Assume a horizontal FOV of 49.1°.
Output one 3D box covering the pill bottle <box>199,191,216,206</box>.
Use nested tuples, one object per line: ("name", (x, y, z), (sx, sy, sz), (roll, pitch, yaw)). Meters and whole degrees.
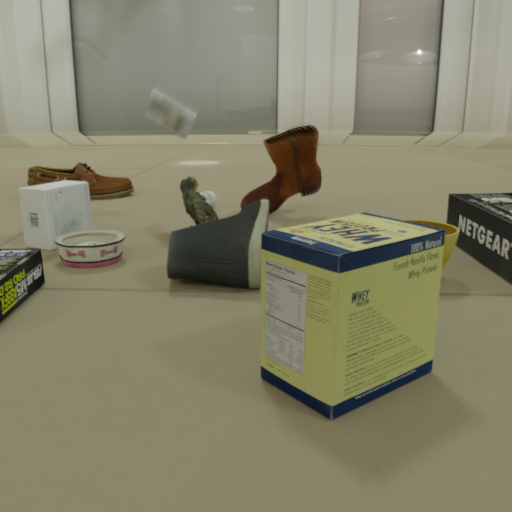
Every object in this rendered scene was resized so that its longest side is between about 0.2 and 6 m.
("pill bottle", (-1.388, -1.473, 14.834), (0.441, 0.441, 0.778), (7, 17, 22))

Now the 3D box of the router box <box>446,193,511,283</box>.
("router box", (5.467, -0.340, 9.832), (3.003, 0.997, 3.819), (0, 16, -1))

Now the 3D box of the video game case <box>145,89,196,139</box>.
("video game case", (-1.898, -3.101, 12.355), (1.044, 0.136, 1.147), (29, -19, -9))

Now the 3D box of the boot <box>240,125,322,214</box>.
("boot", (0.485, -1.901, 12.978), (2.166, 0.788, 2.300), (-14, -24, 5))

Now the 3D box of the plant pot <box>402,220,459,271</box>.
("plant pot", (2.624, -0.046, 9.095), (1.208, 0.858, 1.208), (-1, 16, 0))

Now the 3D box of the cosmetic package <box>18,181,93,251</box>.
("cosmetic package", (-3.976, -0.838, 11.237), (0.733, 1.189, 1.193), (7, 18, 26))

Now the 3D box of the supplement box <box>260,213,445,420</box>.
("supplement box", (0.975, 0.508, 5.780), (1.609, 1.607, 1.080), (-13, 20, -37))

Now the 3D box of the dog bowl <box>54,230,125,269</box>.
("dog bowl", (-2.979, -0.124, 10.118), (1.225, 0.452, 1.225), (0, 15, 0))

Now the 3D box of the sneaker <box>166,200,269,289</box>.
("sneaker", (-0.587, -0.355, 9.676), (1.564, 1.102, 2.945), (3, 17, 3))

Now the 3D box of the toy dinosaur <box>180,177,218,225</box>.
("toy dinosaur", (-1.034, -0.781, 11.180), (0.595, 1.105, 2.507), (-31, 32, -4))

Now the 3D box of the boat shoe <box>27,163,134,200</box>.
("boat shoe", (-5.058, -2.179, 16.253), (2.968, 1.009, 1.068), (-6, 17, -21))

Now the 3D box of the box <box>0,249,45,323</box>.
("box", (-4.695, 0.454, 7.813), (2.731, 0.604, 2.187), (0, 16, -1))
